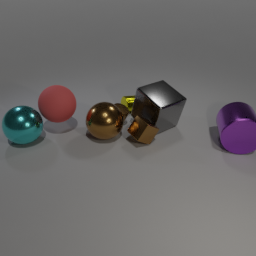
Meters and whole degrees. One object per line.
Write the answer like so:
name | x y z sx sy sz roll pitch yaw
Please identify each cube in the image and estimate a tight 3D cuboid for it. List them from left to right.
cube | 0.543 0.073 10.037 0.700 0.700 0.700 20 17 -46
cube | 1.163 -0.805 10.940 1.400 1.400 1.400 -22 52 -32

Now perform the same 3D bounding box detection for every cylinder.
cylinder | -0.396 -0.521 11.263 0.700 0.700 0.700 18 39 -15
cylinder | 0.135 -1.084 12.396 0.700 0.700 0.700 -8 30 -26
cylinder | 3.906 -0.021 9.873 1.400 1.400 1.400 4 30 8

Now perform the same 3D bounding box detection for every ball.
ball | -3.761 -0.108 10.034 1.400 1.400 1.400 0 29 0
ball | -2.640 -0.901 10.481 1.400 1.400 1.400 0 29 0
ball | -0.852 -0.261 10.285 1.400 1.400 1.400 0 29 0
